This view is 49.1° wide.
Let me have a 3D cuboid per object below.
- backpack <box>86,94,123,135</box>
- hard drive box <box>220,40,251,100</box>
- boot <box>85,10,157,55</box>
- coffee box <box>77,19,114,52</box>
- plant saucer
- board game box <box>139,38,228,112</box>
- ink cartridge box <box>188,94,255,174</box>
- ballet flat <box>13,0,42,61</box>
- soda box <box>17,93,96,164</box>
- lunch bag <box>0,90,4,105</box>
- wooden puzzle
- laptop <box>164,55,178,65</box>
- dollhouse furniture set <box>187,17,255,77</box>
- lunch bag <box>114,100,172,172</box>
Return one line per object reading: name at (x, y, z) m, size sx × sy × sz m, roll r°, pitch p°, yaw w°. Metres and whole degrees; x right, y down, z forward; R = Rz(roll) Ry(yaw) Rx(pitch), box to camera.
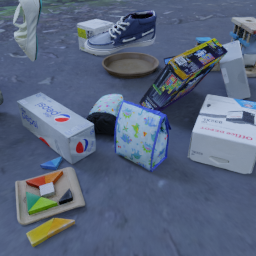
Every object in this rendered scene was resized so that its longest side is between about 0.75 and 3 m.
backpack at (-0.535, -0.412, 8.233) m, size 1.140 × 0.864 × 1.366 m, roll 8°, pitch 34°, yaw 15°
hard drive box at (3.781, -2.067, 9.978) m, size 0.726 × 1.473 × 1.890 m, roll -12°, pitch 28°, yaw 24°
boot at (-0.289, -3.567, 10.248) m, size 2.732 × 1.234 × 0.994 m, roll -15°, pitch 60°, yaw -9°
coffee box at (-1.542, -4.477, 13.761) m, size 1.320 × 1.305 × 1.318 m, roll 27°, pitch 43°, yaw 34°
plant saucer at (0.104, -2.696, 12.019) m, size 2.439 × 0.359 × 2.439 m, roll 0°, pitch 35°, yaw 0°
board game box at (1.753, -1.598, 8.882) m, size 2.507 × 2.072 × 0.711 m, roll -33°, pitch 76°, yaw -38°
ink cartridge box at (2.642, 0.051, 7.498) m, size 1.562 × 0.902 × 2.154 m, roll 13°, pitch 37°, yaw 19°
ballet flat at (-2.210, -2.140, 6.045) m, size 0.549 × 1.582 × 0.549 m, roll 12°, pitch 47°, yaw -13°
soda box at (-2.007, -0.075, 7.714) m, size 2.585 × 0.883 × 0.820 m, roll 29°, pitch 44°, yaw 36°
lunch bag at (-5.165, -1.193, 7.699) m, size 1.978 × 2.839 × 2.381 m, roll 2°, pitch 32°, yaw 16°
wooden puzzle at (-1.721, 1.406, 6.113) m, size 1.469 × 0.255 × 2.178 m, roll -16°, pitch 37°, yaw -22°
laptop at (2.245, -2.409, 11.328) m, size 1.133 × 0.660 × 1.278 m, roll -19°, pitch 39°, yaw -25°
dollhouse furniture set at (4.060, -3.311, 11.511) m, size 2.737 × 1.929 × 1.918 m, roll -3°, pitch 34°, yaw -6°
lunch bag at (0.350, 0.118, 6.924) m, size 1.237 × 1.455 × 0.927 m, roll 22°, pitch 40°, yaw 30°
